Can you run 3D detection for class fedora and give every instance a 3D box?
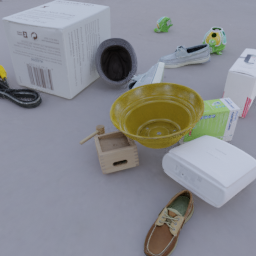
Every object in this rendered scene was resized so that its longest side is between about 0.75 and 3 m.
[{"bbox_3d":[-0.429,-2.272,9.976,1.462,1.653,0.747,-13,1,-7],"label":"fedora"}]

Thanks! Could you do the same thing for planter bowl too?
[{"bbox_3d":[0.718,-0.158,6.784,2.191,0.913,2.191,-7,39,6],"label":"planter bowl"}]

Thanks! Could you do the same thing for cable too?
[{"bbox_3d":[-4.277,-1.389,9.425,2.993,0.753,1.454,27,47,31],"label":"cable"}]

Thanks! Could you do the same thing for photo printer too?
[{"bbox_3d":[1.961,0.842,6.345,1.916,0.665,1.594,-15,37,-42],"label":"photo printer"}]

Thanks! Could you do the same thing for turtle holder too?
[{"bbox_3d":[1.836,-5.415,14.802,0.717,0.943,0.670,8,23,-48],"label":"turtle holder"},{"bbox_3d":[3.772,-3.882,12.468,1.399,0.994,1.063,-26,45,-30],"label":"turtle holder"}]

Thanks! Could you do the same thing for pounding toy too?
[{"bbox_3d":[-0.541,0.502,7.116,1.275,0.664,1.452,-13,30,-9],"label":"pounding toy"}]

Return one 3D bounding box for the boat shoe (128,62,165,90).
[{"bbox_3d":[0.515,-1.343,9.138,1.053,1.032,2.957,13,43,10],"label":"boat shoe"}]

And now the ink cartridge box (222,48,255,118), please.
[{"bbox_3d":[3.756,-1.492,8.973,0.850,1.460,2.004,22,43,26],"label":"ink cartridge box"}]

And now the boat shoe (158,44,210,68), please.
[{"bbox_3d":[2.265,-3.023,11.432,2.169,0.772,0.757,-10,40,0],"label":"boat shoe"}]

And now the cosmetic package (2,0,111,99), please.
[{"bbox_3d":[-2.324,-2.946,10.074,2.431,2.417,2.906,16,39,20],"label":"cosmetic package"}]

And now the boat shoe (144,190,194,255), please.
[{"bbox_3d":[0.812,1.790,5.434,0.599,0.585,1.584,21,42,25],"label":"boat shoe"}]

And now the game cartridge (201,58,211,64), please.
[{"bbox_3d":[3.098,-3.053,12.078,0.617,0.187,0.925,-13,40,-22],"label":"game cartridge"}]

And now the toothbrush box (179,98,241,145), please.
[{"bbox_3d":[2.101,-0.137,7.540,1.473,1.072,0.634,-8,38,-9],"label":"toothbrush box"}]
